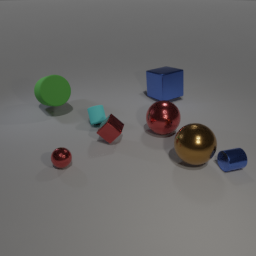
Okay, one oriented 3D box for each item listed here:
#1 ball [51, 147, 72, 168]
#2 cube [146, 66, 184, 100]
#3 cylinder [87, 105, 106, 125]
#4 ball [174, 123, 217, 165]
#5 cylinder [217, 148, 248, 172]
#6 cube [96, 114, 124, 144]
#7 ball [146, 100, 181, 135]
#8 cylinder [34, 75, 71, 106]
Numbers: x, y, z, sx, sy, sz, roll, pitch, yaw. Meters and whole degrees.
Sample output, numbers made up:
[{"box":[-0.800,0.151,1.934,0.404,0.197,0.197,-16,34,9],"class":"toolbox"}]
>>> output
[{"box":[-2.246,0.998,9.450,0.700,0.700,0.700,0,28,0],"class":"ball"},{"box":[1.921,-2.334,14.615,1.400,1.400,1.400,-18,27,-27],"class":"cube"},{"box":[-1.343,-0.567,12.105,0.700,0.700,0.700,-14,-4,-1],"class":"cylinder"},{"box":[2.244,0.532,9.355,1.400,1.400,1.400,0,28,0],"class":"ball"},{"box":[3.479,1.051,9.365,0.700,0.700,0.700,-8,30,-15],"class":"cylinder"},{"box":[-0.666,0.024,10.750,0.700,0.700,0.700,40,30,-13],"class":"cube"},{"box":[1.424,-0.423,11.341,1.400,1.400,1.400,0,28,0],"class":"ball"},{"box":[-3.511,-1.714,12.969,1.400,1.400,1.400,-15,12,-26],"class":"cylinder"}]
